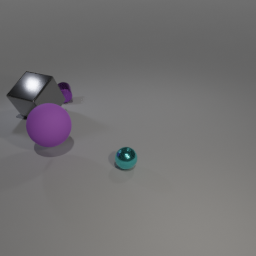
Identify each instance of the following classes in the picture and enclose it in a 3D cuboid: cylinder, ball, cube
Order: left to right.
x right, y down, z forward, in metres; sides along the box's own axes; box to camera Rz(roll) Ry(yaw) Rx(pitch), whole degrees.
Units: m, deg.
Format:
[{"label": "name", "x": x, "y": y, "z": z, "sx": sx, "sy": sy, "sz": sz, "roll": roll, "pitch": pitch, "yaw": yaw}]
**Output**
[{"label": "cube", "x": -3.653, "y": -1.223, "z": 11.292, "sx": 1.400, "sy": 1.400, "sz": 1.400, "roll": 14, "pitch": 58, "yaw": 23}, {"label": "ball", "x": -2.519, "y": -0.089, "z": 8.962, "sx": 1.400, "sy": 1.400, "sz": 1.400, "roll": 0, "pitch": 29, "yaw": 0}, {"label": "cylinder", "x": -2.968, "y": -1.654, "z": 12.966, "sx": 0.700, "sy": 0.700, "sz": 0.700, "roll": -8, "pitch": 42, "yaw": -14}, {"label": "ball", "x": -0.056, "y": 0.926, "z": 8.640, "sx": 0.700, "sy": 0.700, "sz": 0.700, "roll": 0, "pitch": 29, "yaw": 0}]
